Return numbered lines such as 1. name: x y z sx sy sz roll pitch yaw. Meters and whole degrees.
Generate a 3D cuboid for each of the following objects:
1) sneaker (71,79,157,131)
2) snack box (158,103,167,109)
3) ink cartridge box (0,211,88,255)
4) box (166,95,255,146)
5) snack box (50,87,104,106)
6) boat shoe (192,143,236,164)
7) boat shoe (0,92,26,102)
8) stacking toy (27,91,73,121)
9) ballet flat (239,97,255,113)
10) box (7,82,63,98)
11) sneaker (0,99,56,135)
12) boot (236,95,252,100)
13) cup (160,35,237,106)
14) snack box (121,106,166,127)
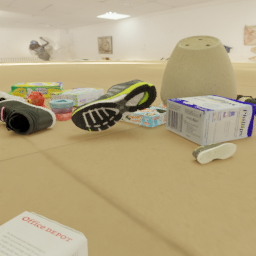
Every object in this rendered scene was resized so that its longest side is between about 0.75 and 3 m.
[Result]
1. sneaker: -0.476 -0.741 8.539 2.640 0.975 1.069 -22 32 -10
2. snack box: 1.666 -0.868 10.617 0.756 0.241 1.302 15 50 41
3. ink cartridge box: -1.219 1.550 2.865 1.015 0.611 1.397 10 21 29
4. box: 2.413 -0.317 8.380 1.922 1.008 1.767 -7 19 -26
5. snack box: -2.310 -1.492 13.072 1.505 0.560 2.116 9 19 27
6. boat shoe: 2.043 0.537 6.603 1.125 0.402 0.336 -11 25 -22
7. boat shoe: -5.153 -1.034 11.413 2.028 0.730 0.666 15 16 17
8. stacking toy: -3.111 -0.772 10.155 2.053 0.867 1.859 6 17 20
9. ballet flat: 5.595 -0.865 10.486 0.990 0.846 2.978 -14 22 -39
10. box: -4.866 -2.006 14.662 2.775 0.671 1.628 -4 17 -8
11. sneaker: -3.628 -0.388 8.824 2.423 0.857 1.202 10 13 18
12. boot: 4.785 -1.266 12.619 1.499 0.523 0.987 1 10 -38
13. cup: 2.576 -2.155 10.257 2.874 2.056 2.874 -5 34 4
14. snack box: 0.379 -0.526 10.117 2.228 0.413 1.294 14 22 39
